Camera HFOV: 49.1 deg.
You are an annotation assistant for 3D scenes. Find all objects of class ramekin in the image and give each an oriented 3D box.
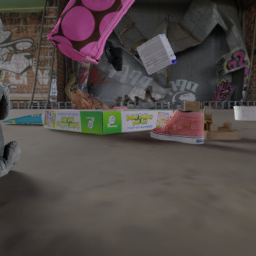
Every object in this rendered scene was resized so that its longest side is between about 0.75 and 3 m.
[{"bbox_3d":[5.604,-0.681,12.956,1.340,0.653,1.340,1,5,0],"label":"ramekin"}]

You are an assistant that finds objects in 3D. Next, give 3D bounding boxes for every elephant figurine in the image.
[{"bbox_3d":[-1.603,-0.268,2.839,1.156,1.490,1.054,0,5,3],"label":"elephant figurine"}]

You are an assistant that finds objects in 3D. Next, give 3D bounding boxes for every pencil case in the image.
[{"bbox_3d":[-0.357,-2.396,5.316,1.213,2.590,1.175,36,3,19],"label":"pencil case"}]

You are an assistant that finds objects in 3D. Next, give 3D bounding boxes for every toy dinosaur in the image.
[{"bbox_3d":[-1.364,-0.758,11.146,2.951,1.267,2.000,9,3,-43],"label":"toy dinosaur"}]

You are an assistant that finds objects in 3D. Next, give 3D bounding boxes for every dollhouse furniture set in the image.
[{"bbox_3d":[1.826,-0.191,6.171,0.925,0.793,0.973,0,5,-6],"label":"dollhouse furniture set"}]

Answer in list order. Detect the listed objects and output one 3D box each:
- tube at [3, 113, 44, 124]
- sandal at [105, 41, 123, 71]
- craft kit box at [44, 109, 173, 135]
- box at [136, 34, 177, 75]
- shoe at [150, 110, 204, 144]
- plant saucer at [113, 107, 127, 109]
[{"bbox_3d":[-3.925,-0.305,10.555,1.462,0.368,0.566,-5,-4,-1],"label":"tube"},{"bbox_3d":[-0.733,-3.106,12.147,0.551,0.978,2.572,-6,28,-17],"label":"sandal"},{"bbox_3d":[-0.593,-0.260,8.314,2.782,0.675,2.748,4,9,44],"label":"craft kit box"},{"bbox_3d":[1.178,-3.010,11.499,1.161,1.262,0.662,-21,11,33],"label":"box"},{"bbox_3d":[0.967,-0.060,5.650,0.484,0.616,1.354,-3,6,-35],"label":"shoe"},{"bbox_3d":[-1.004,-0.731,13.811,2.460,0.624,2.460,0,4,0],"label":"plant saucer"}]
